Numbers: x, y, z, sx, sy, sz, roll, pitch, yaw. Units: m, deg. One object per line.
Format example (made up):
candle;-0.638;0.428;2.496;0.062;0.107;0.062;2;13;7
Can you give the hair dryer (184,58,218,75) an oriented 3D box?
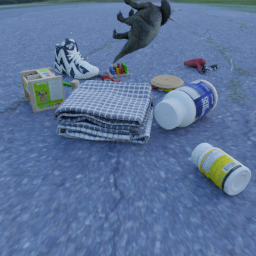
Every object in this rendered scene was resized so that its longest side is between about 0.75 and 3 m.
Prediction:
hair dryer;3.598;-3.185;14.158;1.678;0.456;1.278;21;37;34

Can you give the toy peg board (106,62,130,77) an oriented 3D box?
toy peg board;-0.489;-2.853;13.545;0.962;0.472;0.966;-8;30;-14

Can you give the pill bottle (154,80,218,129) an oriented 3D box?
pill bottle;1.865;-0.738;9.046;1.195;1.195;2.153;25;38;37

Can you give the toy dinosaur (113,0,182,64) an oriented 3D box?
toy dinosaur;0.425;-3.159;8.593;1.485;1.118;2.904;24;65;17

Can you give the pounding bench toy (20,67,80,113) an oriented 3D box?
pounding bench toy;-2.882;-1.561;10.558;1.872;1.163;1.460;-16;33;-26

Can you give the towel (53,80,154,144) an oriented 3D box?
towel;-0.599;-0.588;8.799;2.796;1.196;2.315;5;31;9

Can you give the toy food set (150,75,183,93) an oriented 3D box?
toy food set;1.638;-1.922;12.022;1.441;0.350;1.426;24;37;36

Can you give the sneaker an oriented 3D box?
sneaker;-2.510;-3.331;13.130;2.569;1.672;1.025;22;40;34

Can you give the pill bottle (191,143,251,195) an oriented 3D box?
pill bottle;2.141;0.917;6.608;0.738;0.738;1.292;-14;32;-23

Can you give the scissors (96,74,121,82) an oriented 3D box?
scissors;-1.108;-2.410;13.111;0.813;0.155;2.223;-22;33;-20
